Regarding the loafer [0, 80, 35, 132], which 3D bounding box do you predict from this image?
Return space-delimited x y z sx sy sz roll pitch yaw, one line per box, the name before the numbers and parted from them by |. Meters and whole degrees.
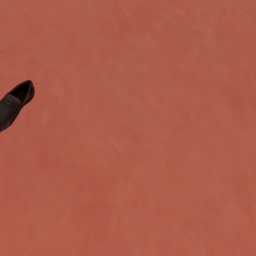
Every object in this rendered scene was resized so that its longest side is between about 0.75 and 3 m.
loafer | -2.505 -0.498 5.959 0.505 0.522 1.488 28 49 -1
